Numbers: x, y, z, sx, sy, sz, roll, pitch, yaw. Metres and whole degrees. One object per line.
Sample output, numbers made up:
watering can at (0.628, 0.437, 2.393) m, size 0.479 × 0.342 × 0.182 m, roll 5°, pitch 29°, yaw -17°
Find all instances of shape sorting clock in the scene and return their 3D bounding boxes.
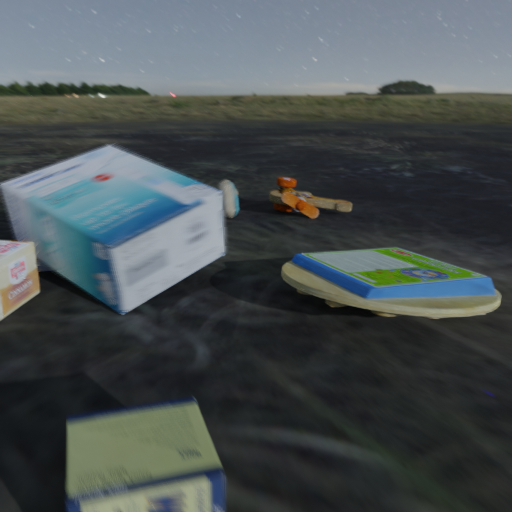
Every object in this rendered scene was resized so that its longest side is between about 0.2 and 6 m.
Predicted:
shape sorting clock at (1.819, 0.394, 7.823) m, size 2.947 × 0.578 × 2.947 m, roll 1°, pitch 12°, yaw 0°

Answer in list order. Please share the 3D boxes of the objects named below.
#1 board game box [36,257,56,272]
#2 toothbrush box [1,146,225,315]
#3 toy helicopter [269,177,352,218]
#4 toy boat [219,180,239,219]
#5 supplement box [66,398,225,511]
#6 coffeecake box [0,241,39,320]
board game box at (-2.737, -0.614, 10.301) m, size 2.505 × 0.515 × 2.499 m, roll -2°, pitch 31°, yaw -9°
toothbrush box at (-2.147, -0.548, 8.508) m, size 2.756 × 1.175 × 2.018 m, roll 25°, pitch 41°, yaw 35°
toy helicopter at (1.265, -1.281, 13.133) m, size 1.959 × 0.773 × 1.296 m, roll 9°, pitch 16°, yaw 7°
toy boat at (-0.641, -1.292, 13.059) m, size 0.495 × 0.896 × 1.066 m, roll -7°, pitch -4°, yaw -18°
supplement box at (-0.785, 1.573, 3.871) m, size 0.970 × 0.651 × 0.969 m, roll -5°, pitch 18°, yaw -17°
coffeecake box at (-4.407, 0.370, 7.475) m, size 2.275 × 0.831 × 1.746 m, roll 2°, pitch 17°, yaw 8°
